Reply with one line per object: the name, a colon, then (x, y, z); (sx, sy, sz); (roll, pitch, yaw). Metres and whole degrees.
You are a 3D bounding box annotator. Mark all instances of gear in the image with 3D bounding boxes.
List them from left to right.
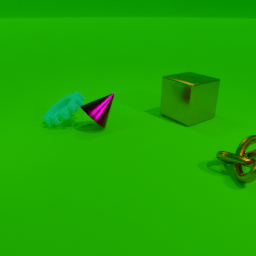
gear: (-2.088, -0.635, 9.099); (1.430, 0.265, 1.430); (-27, 28, 15)

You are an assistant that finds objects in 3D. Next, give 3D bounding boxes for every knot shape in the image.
knot shape: (2.707, 0.722, 6.275); (1.335, 0.617, 1.249); (-16, 20, 16)

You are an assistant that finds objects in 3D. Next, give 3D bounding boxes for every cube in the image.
cube: (2.064, -1.041, 9.484); (1.372, 1.372, 1.372); (-16, 29, -34)

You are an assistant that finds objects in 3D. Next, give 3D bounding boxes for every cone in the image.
cone: (-0.753, -0.710, 8.676); (1.037, 1.034, 1.034); (-48, 32, 2)
